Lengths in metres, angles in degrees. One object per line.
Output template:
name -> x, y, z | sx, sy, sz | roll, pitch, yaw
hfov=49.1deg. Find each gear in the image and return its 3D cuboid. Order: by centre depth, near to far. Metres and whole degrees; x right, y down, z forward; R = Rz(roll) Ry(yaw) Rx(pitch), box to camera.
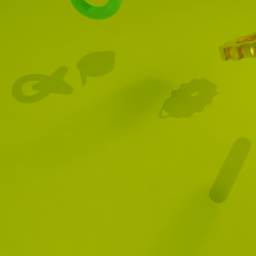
gear -> 2.884, -1.905, 6.290 | 1.571, 1.571, 0.291 | -23, 108, -11

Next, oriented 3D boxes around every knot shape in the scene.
knot shape -> -0.797, -2.962, 5.259 | 1.580, 1.688, 0.780 | -2, 34, -38
